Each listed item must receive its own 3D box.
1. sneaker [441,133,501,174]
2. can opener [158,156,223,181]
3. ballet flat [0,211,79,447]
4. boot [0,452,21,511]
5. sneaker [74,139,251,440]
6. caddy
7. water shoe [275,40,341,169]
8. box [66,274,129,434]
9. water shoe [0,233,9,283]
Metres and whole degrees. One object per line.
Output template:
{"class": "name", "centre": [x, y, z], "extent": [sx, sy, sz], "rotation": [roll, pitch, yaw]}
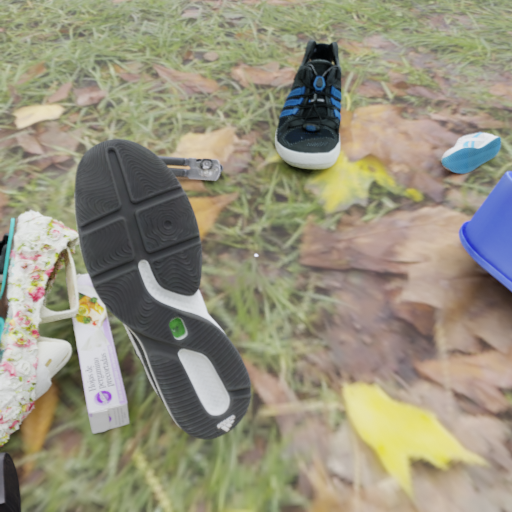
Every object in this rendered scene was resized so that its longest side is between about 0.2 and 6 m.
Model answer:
{"class": "sneaker", "centre": [3.798, -1.871, 10.143], "extent": [1.329, 0.509, 0.537], "rotation": [-22, 34, -26]}
{"class": "can opener", "centre": [-1.288, -1.547, 9.874], "extent": [1.397, 0.373, 0.467], "rotation": [5, 5, 6]}
{"class": "ballet flat", "centre": [-2.581, 0.778, 6.552], "extent": [0.921, 1.090, 2.882], "rotation": [9, 66, -20]}
{"class": "boot", "centre": [-3.387, 3.036, 4.629], "extent": [2.637, 0.903, 2.482], "rotation": [-15, 46, -14]}
{"class": "sneaker", "centre": [-1.239, 0.388, 6.106], "extent": [1.178, 3.122, 1.796], "rotation": [-24, 9, -24]}
{"class": "caddy", "centre": [4.034, 0.123, 7.326], "extent": [2.011, 1.494, 2.845], "rotation": [0, 37, -35]}
{"class": "water shoe", "centre": [1.021, -2.973, 10.616], "extent": [1.219, 1.346, 3.410], "rotation": [4, 44, 4]}
{"class": "box", "centre": [-2.006, 1.103, 6.966], "extent": [0.429, 0.459, 2.217], "rotation": [-11, 45, -18]}
{"class": "water shoe", "centre": [-4.180, 0.078, 7.869], "extent": [1.787, 0.705, 0.639], "rotation": [-14, 45, -14]}
